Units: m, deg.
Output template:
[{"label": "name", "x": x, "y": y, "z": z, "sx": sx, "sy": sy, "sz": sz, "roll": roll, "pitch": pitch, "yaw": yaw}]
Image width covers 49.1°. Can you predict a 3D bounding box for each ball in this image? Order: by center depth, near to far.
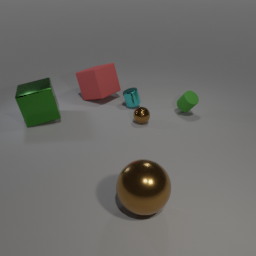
[{"label": "ball", "x": 0.399, "y": 1.502, "z": 7.151, "sx": 1.400, "sy": 1.400, "sz": 1.400, "roll": 0, "pitch": 29, "yaw": 0}, {"label": "ball", "x": 0.569, "y": -0.529, "z": 11.613, "sx": 0.700, "sy": 0.700, "sz": 0.700, "roll": 0, "pitch": 29, "yaw": 0}]

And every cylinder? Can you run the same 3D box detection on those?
[{"label": "cylinder", "x": 2.576, "y": -1.149, "z": 12.112, "sx": 0.700, "sy": 0.700, "sz": 0.700, "roll": 10, "pitch": 61, "yaw": -19}, {"label": "cylinder", "x": 0.174, "y": -1.418, "z": 12.972, "sx": 0.700, "sy": 0.700, "sz": 0.700, "roll": -14, "pitch": 27, "yaw": 7}]

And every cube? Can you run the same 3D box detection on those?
[{"label": "cube", "x": -3.731, "y": -1.099, "z": 11.698, "sx": 1.400, "sy": 1.400, "sz": 1.400, "roll": -16, "pitch": 31, "yaw": -9}, {"label": "cube", "x": -1.441, "y": -2.260, "z": 13.677, "sx": 1.400, "sy": 1.400, "sz": 1.400, "roll": 1, "pitch": 23, "yaw": 41}]
